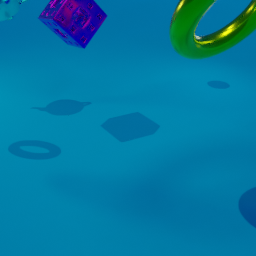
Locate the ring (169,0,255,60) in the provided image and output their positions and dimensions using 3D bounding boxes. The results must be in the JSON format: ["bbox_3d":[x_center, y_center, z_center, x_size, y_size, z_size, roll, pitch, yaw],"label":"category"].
[{"bbox_3d":[1.456,-1.722,4.085,1.875,1.875,0.375,-17,67,-24],"label":"ring"}]

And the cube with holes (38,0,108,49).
[{"bbox_3d":[-1.393,-2.789,7.037,1.036,1.036,1.036,30,84,49],"label":"cube with holes"}]

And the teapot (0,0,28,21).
[{"bbox_3d":[-3.683,-3.499,8.025,1.838,0.900,1.143,-27,49,-4],"label":"teapot"}]
